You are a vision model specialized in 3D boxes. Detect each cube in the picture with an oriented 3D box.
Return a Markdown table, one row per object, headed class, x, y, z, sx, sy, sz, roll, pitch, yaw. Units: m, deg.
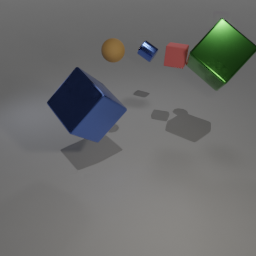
| class | x | y | z | sx | sy | sz | roll | pitch | yaw |
| --- | --- | --- | --- | --- | --- | --- | --- | --- | --- |
| cube | 1.703 | -2.559 | 9.856 | 0.700 | 0.700 | 0.700 | 12 | 29 | 14 |
| cube | 2.830 | -2.207 | 8.705 | 1.400 | 1.400 | 1.400 | 43 | 4 | 6 |
| cube | -1.177 | -0.631 | 8.183 | 1.400 | 1.400 | 1.400 | 47 | 10 | 28 |

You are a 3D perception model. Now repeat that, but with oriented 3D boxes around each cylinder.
| class | x | y | z | sx | sy | sz | roll | pitch | yaw |
| --- | --- | --- | --- | --- | --- | --- | --- | --- | --- |
| cylinder | 0.895 | -3.454 | 12.641 | 0.700 | 0.700 | 0.700 | 36 | 36 | 2 |

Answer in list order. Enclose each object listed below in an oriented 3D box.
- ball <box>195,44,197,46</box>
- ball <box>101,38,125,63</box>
| class | x | y | z | sx | sy | sz | roll | pitch | yaw |
| --- | --- | --- | --- | --- | --- | --- | --- | --- | --- |
| ball | 2.690 | -2.744 | 10.129 | 0.700 | 0.700 | 0.700 | 0 | 29 | 0 |
| ball | -0.443 | -2.303 | 8.320 | 0.700 | 0.700 | 0.700 | 0 | 29 | 0 |
